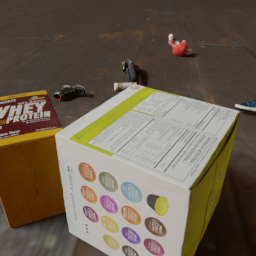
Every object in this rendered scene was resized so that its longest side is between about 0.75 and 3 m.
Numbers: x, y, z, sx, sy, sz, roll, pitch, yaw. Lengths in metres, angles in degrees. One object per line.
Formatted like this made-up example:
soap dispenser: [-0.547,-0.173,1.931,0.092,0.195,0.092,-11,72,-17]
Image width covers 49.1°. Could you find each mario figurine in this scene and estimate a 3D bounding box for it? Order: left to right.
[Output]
mario figurine: [2.692,-4.329,14.448,1.102,0.946,1.785,-4,30,-5]

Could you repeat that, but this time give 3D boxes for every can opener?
can opener: [0.149,-2.360,11.529,0.781,0.630,1.988,-1,31,-3]

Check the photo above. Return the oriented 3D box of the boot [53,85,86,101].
boot: [-2.085,-1.218,9.941,1.013,0.366,0.765,8,34,23]

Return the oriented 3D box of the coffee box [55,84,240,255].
coffee box: [0.402,0.816,4.857,2.170,2.191,2.194,18,36,27]

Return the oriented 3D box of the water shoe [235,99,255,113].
water shoe: [3.925,-0.710,8.782,1.040,0.410,0.372,11,-5,24]

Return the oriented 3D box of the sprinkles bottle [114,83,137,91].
sprinkles bottle: [-0.087,-1.565,10.562,0.839,0.286,0.286,-3,32,-4]

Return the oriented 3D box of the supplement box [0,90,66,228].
supplement box: [-1.990,0.518,5.670,1.255,1.865,1.890,-13,34,-19]
